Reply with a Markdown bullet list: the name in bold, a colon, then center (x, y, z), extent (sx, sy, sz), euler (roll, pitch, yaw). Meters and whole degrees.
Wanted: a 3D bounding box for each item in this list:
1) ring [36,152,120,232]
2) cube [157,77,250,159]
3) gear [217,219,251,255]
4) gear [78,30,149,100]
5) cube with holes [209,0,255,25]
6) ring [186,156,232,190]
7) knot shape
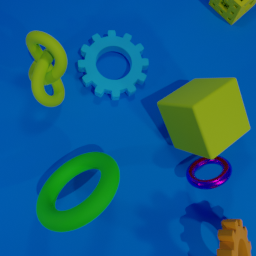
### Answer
- **ring**: center (-1.081, 1.291, 6.008), extent (1.992, 1.992, 0.398), euler (-36, 122, -8)
- **cube**: center (1.723, -0.283, 6.450), extent (1.313, 1.313, 1.313), euler (-33, 112, -20)
- **gear**: center (2.316, 2.802, 5.968), extent (0.302, 1.633, 1.633), euler (-12, 74, 33)
- **gear**: center (-0.390, -1.685, 7.508), extent (1.835, 0.339, 1.835), euler (1, 79, -6)
- **cube with holes**: center (2.988, -3.685, 7.726), extent (0.940, 0.940, 0.940), euler (-42, 80, -2)
- **ring**: center (1.879, 1.018, 6.548), extent (1.066, 1.066, 0.213), euler (-28, 117, -6)
- **knot shape**: center (-2.003, -1.512, 6.832), extent (0.819, 1.658, 1.772), euler (-7, 120, -20)
